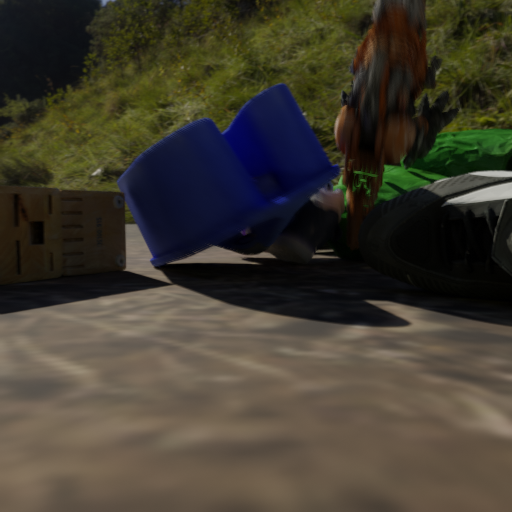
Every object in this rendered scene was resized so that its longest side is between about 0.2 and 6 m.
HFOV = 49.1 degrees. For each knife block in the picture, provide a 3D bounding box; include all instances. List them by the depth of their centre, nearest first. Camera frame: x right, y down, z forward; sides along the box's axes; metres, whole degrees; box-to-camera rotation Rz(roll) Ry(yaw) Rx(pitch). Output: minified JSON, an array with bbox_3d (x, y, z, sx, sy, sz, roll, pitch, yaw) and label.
[{"bbox_3d":[-3.090,-0.299,6.887,2.715,0.989,3.093,1,5,29],"label":"knife block"}]

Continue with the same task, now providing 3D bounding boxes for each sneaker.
[{"bbox_3d":[2.062,-0.138,3.988,3.203,1.064,1.449,5,4,36],"label":"sneaker"},{"bbox_3d":[0.630,-0.592,8.161,0.695,1.263,1.725,39,-9,-24],"label":"sneaker"}]

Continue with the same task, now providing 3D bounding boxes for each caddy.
[{"bbox_3d":[-0.359,-0.762,7.089,2.258,1.676,3.193,-30,7,-23],"label":"caddy"}]

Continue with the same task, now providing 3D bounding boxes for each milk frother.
[{"bbox_3d":[1.715,-1.025,10.399,1.762,1.873,1.691,-4,0,-39],"label":"milk frother"}]

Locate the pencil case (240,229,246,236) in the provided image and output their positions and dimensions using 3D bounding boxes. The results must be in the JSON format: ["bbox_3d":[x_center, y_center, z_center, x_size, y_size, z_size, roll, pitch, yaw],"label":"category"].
[{"bbox_3d":[0.207,-1.193,9.905,1.096,1.117,2.613,25,39,9],"label":"pencil case"}]

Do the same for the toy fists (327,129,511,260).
[{"bbox_3d":[2.769,-1.014,8.881,3.983,1.370,2.030,-28,29,-25],"label":"toy fists"}]

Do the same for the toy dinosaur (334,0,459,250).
[{"bbox_3d":[1.502,-1.727,7.174,1.593,3.119,2.117,35,23,11],"label":"toy dinosaur"}]
